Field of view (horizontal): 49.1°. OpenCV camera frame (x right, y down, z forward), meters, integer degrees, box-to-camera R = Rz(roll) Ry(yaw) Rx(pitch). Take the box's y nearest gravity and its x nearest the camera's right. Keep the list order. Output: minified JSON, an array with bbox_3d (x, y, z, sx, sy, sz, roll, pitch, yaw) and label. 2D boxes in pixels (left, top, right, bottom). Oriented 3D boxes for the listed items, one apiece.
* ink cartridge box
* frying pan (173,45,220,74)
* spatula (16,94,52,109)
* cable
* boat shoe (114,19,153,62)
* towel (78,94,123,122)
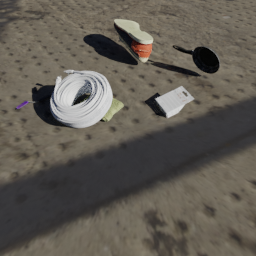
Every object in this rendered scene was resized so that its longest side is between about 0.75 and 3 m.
[{"bbox_3d":[1.426,-0.807,8.570,0.959,0.274,0.779,-24,47,-7],"label":"ink cartridge box"},{"bbox_3d":[2.520,-2.502,10.074,0.302,1.121,1.852,-44,40,-20],"label":"frying pan"},{"bbox_3d":[-2.966,-0.862,8.933,1.210,0.124,0.342,-23,23,-29],"label":"spatula"},{"bbox_3d":[-1.375,-0.848,8.141,1.856,0.643,1.856,4,60,21],"label":"cable"},{"bbox_3d":[0.137,-3.651,11.342,1.014,0.891,2.848,-12,42,-22],"label":"boat shoe"},{"bbox_3d":[-0.844,-0.690,8.542,1.250,0.228,0.927,25,53,26],"label":"towel"}]
